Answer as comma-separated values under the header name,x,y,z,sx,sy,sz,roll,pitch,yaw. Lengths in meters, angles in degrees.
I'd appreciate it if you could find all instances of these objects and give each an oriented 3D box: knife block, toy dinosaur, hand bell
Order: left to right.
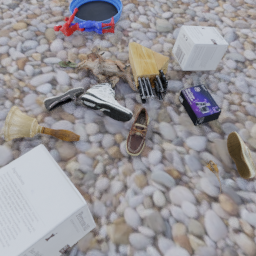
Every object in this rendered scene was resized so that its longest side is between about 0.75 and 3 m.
name,x,y,z,sx,sy,sz,roll,pitch,yaw
hand bell,-2.920,0.107,9.927,2.453,1.277,1.277,13,57,-5
toy dinosaur,-0.791,-2.483,11.554,2.706,1.161,1.834,22,14,-8
knife block,0.563,-2.166,11.395,2.586,0.827,2.270,31,61,18
toy dinosaur,2.877,1.421,9.187,0.357,0.628,1.183,-29,46,21

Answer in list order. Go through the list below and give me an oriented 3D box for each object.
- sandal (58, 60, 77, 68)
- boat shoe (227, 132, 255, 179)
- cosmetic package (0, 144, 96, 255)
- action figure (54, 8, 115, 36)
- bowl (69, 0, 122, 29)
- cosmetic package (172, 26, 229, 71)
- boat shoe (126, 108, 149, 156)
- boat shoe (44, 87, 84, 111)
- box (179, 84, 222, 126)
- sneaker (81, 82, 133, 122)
name,x,y,z,sx,sy,sz,roll,pitch,yaw
sandal,-2.617,-2.827,12.194,0.845,0.241,0.335,5,57,3
boat shoe,3.846,0.894,9.436,0.524,0.582,1.613,-2,66,-33
cosmetic package,-2.652,2.375,7.557,2.699,2.225,2.227,-34,63,-19
action figure,-2.112,-5.078,13.226,2.798,0.913,1.385,-8,74,-6
bowl,-1.596,-5.930,14.082,2.635,0.517,2.635,0,57,0
cosmetic package,2.923,-3.268,11.523,1.592,1.314,1.313,-6,52,-20
boat shoe,0.373,0.081,10.011,0.676,0.675,1.875,15,58,10
boat shoe,-2.437,-1.091,10.916,1.650,0.552,0.470,-21,72,-8
box,2.738,-0.903,10.744,1.016,0.568,1.440,-16,58,-13
sneaker,-0.608,-1.135,10.724,2.183,0.824,1.256,24,62,18
